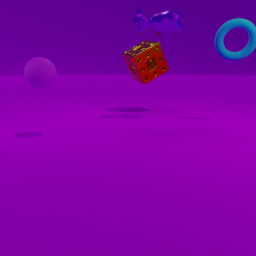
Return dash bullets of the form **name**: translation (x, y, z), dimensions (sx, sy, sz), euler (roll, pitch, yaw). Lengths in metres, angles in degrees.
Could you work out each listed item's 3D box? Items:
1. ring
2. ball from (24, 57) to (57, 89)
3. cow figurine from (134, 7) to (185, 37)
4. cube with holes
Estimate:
- **ring**: translation (3.561, -2.897, 9.237), dimensions (1.346, 1.346, 0.269), euler (3, 31, 13)
- **ball**: translation (-2.221, -1.387, 7.103), dimensions (0.800, 0.800, 0.800), euler (0, 12, 0)
- **cow figurine**: translation (0.971, -3.500, 9.208), dimensions (1.488, 0.817, 1.464), euler (-4, -3, 40)
- **cube with holes**: translation (0.739, -2.830, 11.955), dimensions (1.285, 1.285, 1.285), euler (-32, 30, -8)
